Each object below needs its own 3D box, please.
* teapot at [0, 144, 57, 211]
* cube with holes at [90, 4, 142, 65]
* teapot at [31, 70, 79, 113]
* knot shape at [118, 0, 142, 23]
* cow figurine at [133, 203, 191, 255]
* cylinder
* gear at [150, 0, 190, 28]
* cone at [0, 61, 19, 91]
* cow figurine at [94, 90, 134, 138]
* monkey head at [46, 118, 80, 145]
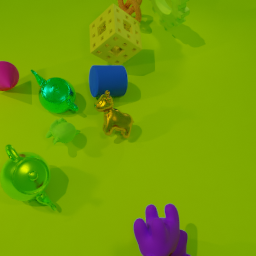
[{"bbox_3d":[-2.336,1.194,6.665,1.184,0.932,1.904,-39,103,-33],"label":"teapot"},{"bbox_3d":[-0.412,-2.966,9.132,1.181,1.181,1.181,19,57,-42],"label":"cube with holes"},{"bbox_3d":[-2.163,-1.068,8.323,1.785,0.874,1.110,39,74,3],"label":"teapot"},{"bbox_3d":[-0.053,-4.556,10.799,0.680,1.376,1.471,7,63,-47],"label":"knot shape"},{"bbox_3d":[0.723,2.291,5.564,0.839,1.528,1.504,-10,94,26],"label":"cow figurine"},{"bbox_3d":[-0.614,-1.426,8.549,0.953,0.953,0.953,-5,53,-22],"label":"cylinder"},{"bbox_3d":[1.364,-4.584,9.817,0.377,2.038,2.038,-32,60,-11],"label":"gear"},{"bbox_3d":[-3.679,-1.411,8.474,0.987,0.987,0.991,-29,41,-19],"label":"cone"},{"bbox_3d":[-0.362,-0.380,7.682,1.200,1.181,0.659,10,12,-16],"label":"cow figurine"},{"bbox_3d":[-1.836,0.164,7.649,0.675,0.806,1.121,50,28,6],"label":"monkey head"}]
